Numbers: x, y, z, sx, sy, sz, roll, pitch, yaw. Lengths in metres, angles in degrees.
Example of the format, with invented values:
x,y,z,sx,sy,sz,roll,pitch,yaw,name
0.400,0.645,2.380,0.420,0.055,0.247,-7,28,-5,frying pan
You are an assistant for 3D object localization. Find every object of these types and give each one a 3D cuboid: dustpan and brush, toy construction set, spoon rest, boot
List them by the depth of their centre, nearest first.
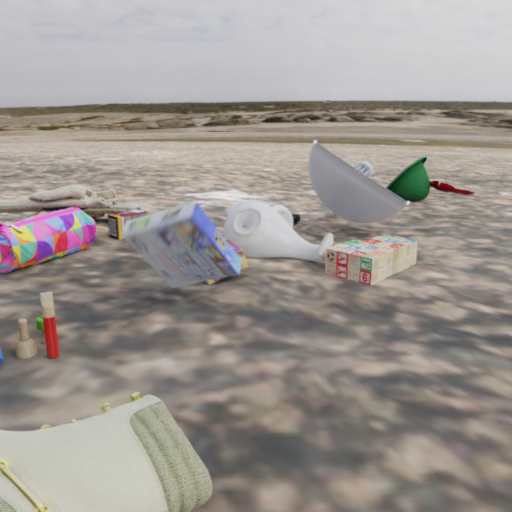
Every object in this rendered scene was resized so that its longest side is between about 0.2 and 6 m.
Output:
x,y,z,sx,sy,sz,roll,pitch,yaw,name
-1.648,1.502,4.230,1.792,0.835,2.317,-16,28,-41,boot
-3.284,0.544,6.547,1.832,1.408,1.528,-1,16,-6,toy construction set
0.395,-0.357,10.770,2.381,1.183,0.722,19,-18,31,spoon rest
2.116,-1.435,13.051,2.396,0.983,3.433,35,-22,5,dustpan and brush

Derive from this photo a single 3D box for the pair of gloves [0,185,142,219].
x,y,z,sx,sy,sz,roll,pitch,yaw,name
-4.288,-1.218,12.807,2.760,0.569,3.245,-2,1,6,pair of gloves

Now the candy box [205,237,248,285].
x,y,z,sx,sy,sz,roll,pitch,yaw,name
-0.745,0.034,9.889,0.761,0.368,1.305,-25,21,-14,candy box

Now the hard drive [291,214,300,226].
x,y,z,sx,sy,sz,roll,pitch,yaw,name
0.451,-0.883,13.707,1.091,0.179,0.761,4,18,21,hard drive

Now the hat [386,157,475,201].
x,y,z,sx,sy,sz,roll,pitch,yaw,name
4.990,-1.764,16.643,1.707,1.814,2.061,-40,-11,2,hat

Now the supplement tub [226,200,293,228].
x,y,z,sx,sy,sz,roll,pitch,yaw,name
0.055,-0.701,11.847,0.904,0.904,1.247,-15,21,-42,supplement tub

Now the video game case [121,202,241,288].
x,y,z,sx,sy,sz,roll,pitch,yaw,name
-1.079,-0.117,8.322,1.243,1.371,0.312,-11,47,26,video game case

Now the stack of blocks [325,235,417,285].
x,y,z,sx,sy,sz,roll,pitch,yaw,name
2.093,0.016,10.088,0.936,0.476,1.626,14,21,40,stack of blocks

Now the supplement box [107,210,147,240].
x,y,z,sx,sy,sz,roll,pitch,yaw,name
-2.869,-0.712,12.549,0.425,0.539,0.824,13,19,39,supplement box

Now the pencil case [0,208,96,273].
x,y,z,sx,sy,sz,roll,pitch,yaw,name
-4.072,-0.348,10.579,0.979,0.979,2.216,8,16,25,pencil case
